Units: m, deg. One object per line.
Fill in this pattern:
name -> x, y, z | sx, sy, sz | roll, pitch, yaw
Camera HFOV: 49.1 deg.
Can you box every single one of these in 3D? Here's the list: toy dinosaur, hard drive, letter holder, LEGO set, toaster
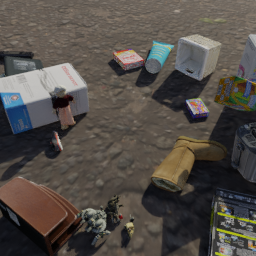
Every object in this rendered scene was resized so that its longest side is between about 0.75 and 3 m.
toy dinosaur -> -0.391, 2.062, 7.586 | 0.484, 0.364, 0.947 | -34, 33, 3
hard drive -> -4.504, -2.394, 12.306 | 1.680, 0.396, 2.407 | 1, 37, -27
letter holder -> -2.192, 2.017, 7.211 | 1.930, 0.971, 1.372 | 26, 46, 27
LEGO set -> -0.611, 2.355, 7.136 | 1.606, 0.455, 1.043 | -5, 43, -11
toaster -> 4.217, 0.652, 8.339 | 2.317, 1.497, 1.317 | -11, 43, -12

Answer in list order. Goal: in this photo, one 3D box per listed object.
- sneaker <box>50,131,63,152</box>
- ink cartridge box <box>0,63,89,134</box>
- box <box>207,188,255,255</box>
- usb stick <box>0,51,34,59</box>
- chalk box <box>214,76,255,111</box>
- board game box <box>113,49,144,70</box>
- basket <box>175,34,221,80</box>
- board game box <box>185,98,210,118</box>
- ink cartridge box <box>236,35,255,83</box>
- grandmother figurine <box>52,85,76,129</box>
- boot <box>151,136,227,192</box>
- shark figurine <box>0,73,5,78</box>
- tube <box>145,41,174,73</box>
sneaker -> -2.500, 0.451, 9.474 | 0.368, 0.346, 0.898 | -21, 44, -13
ink cartridge box -> -3.211, -1.230, 10.678 | 2.930, 1.234, 2.118 | -19, 45, -20
box -> 3.274, 2.651, 6.791 | 2.486, 0.550, 1.992 | 11, 43, 12
usb stick -> -5.874, -3.673, 14.151 | 2.145, 0.350, 0.595 | 1, 37, 1
chalk box -> 3.454, -0.988, 8.527 | 1.286, 0.802, 0.797 | 15, 1, -16
board game box -> 0.010, -3.401, 13.847 | 1.055, 0.323, 1.393 | -19, 45, -20
basket -> 3.179, -3.299, 12.813 | 1.259, 1.565, 1.551 | -30, 50, -32
board game box -> 2.691, -0.781, 10.956 | 0.630, 0.210, 0.937 | -8, 42, -9
ink cartridge box -> 5.226, -1.991, 10.486 | 1.941, 2.686, 1.137 | 0, 45, 1
grandmother figurine -> -2.216, -0.791, 9.787 | 0.484, 1.598, 0.969 | 19, 43, 31
boot -> 1.884, 1.153, 8.468 | 1.748, 0.660, 1.996 | 9, 39, 30
shark figurine -> -6.026, -1.806, 11.278 | 1.185, 2.839, 1.696 | -35, 65, 22
tube -> 1.545, -3.692, 13.989 | 1.154, 0.751, 2.980 | 20, 39, 3
